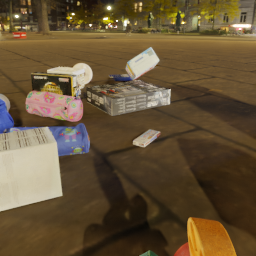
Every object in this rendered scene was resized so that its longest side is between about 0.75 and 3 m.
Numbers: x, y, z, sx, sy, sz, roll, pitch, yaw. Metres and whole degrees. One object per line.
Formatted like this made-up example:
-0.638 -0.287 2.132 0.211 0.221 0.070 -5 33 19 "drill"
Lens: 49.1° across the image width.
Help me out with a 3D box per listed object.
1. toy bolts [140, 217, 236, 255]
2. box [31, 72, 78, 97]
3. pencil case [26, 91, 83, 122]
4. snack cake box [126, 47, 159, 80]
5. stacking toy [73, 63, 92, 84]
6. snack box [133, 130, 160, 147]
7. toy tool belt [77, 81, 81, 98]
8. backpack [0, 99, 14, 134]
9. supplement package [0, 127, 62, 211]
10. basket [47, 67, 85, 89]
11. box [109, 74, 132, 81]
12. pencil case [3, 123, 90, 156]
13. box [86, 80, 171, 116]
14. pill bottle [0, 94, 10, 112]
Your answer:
0.211 1.741 2.738 1.403 1.932 2.022 -8 3 2 "toy bolts"
-2.792 -1.364 10.709 1.774 1.417 0.438 8 23 16 "box"
-2.623 -0.786 9.933 2.129 0.931 0.931 12 25 26 "pencil case"
0.551 -2.596 11.574 1.104 0.645 1.920 -34 5 0 "snack cake box"
-2.677 -2.906 15.557 1.141 1.141 1.562 -8 4 -19 "stacking toy"
0.570 0.290 8.290 0.374 0.127 1.041 13 25 30 "snack box"
-2.500 -1.822 12.752 0.764 0.752 1.223 -3 22 -8 "toy tool belt"
-4.280 -0.232 6.723 1.868 1.929 2.299 45 47 17 "backpack"
-2.094 0.767 5.593 1.284 1.228 0.944 -10 24 -23 "supplement package"
-3.076 -2.470 14.071 1.597 0.985 1.083 8 24 23 "basket"
-0.366 -2.934 16.247 1.430 0.232 0.866 -3 22 -12 "box"
-2.046 0.325 7.225 2.075 0.810 0.901 -4 51 -14 "pencil case"
0.003 -1.342 11.608 2.801 0.697 2.209 -14 25 -31 "box"
-4.553 -0.518 9.110 1.032 1.032 1.839 0 21 0 "pill bottle"
